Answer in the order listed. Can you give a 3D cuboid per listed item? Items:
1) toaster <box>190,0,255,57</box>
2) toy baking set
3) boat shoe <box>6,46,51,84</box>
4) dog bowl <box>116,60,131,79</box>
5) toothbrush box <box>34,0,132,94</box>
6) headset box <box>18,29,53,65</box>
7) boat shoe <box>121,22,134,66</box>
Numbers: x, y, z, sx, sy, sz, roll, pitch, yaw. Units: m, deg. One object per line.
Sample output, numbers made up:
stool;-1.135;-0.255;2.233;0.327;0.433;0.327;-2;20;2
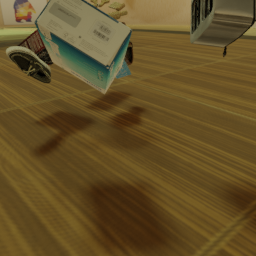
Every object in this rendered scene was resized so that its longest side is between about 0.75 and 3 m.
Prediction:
toaster;1.749;-2.216;5.242;0.819;1.380;1.248;3;-4;-6
toy baking set;-0.952;-3.282;7.919;1.840;0.214;1.412;-30;51;-29
boat shoe;-2.649;-1.699;7.710;0.551;0.496;1.559;-24;-23;18
dog bowl;-0.633;-2.619;9.317;0.542;2.188;1.220;-30;20;4
toothbrush box;-0.762;-1.442;5.102;1.331;0.776;1.819;31;-9;-2
headset box;-2.597;-2.690;9.159;1.778;0.687;1.323;-22;0;36
boat shoe;-0.069;-3.049;10.181;0.601;1.587;0.570;-23;22;-34
